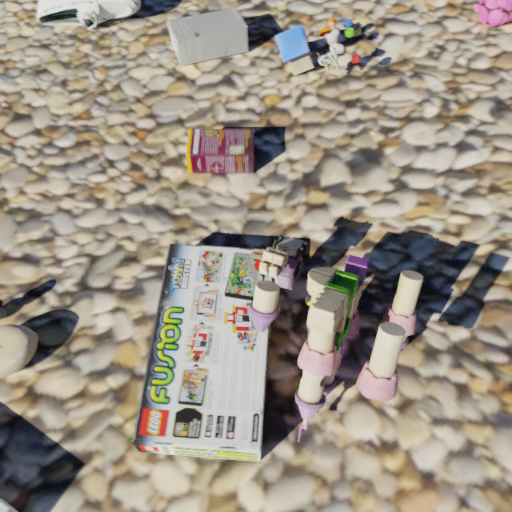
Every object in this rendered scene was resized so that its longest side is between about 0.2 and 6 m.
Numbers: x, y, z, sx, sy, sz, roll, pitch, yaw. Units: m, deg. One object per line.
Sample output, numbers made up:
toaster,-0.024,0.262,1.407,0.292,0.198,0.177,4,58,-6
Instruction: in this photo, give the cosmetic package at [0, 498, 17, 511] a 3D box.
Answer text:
cosmetic package,-4.212,2.988,7.074,2.359,0.597,0.974,28,62,17

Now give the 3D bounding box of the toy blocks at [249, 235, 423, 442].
toy blocks,0.937,1.144,7.765,2.273,1.914,2.125,17,27,18

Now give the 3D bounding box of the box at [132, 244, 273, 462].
box,-0.652,1.279,8.188,1.711,0.540,3.109,4,58,3

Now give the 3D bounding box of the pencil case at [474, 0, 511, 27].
pencil case,5.822,-5.735,12.550,1.736,0.788,0.813,-21,28,-15

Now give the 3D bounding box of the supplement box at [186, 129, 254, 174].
supplement box,-0.639,-1.909,10.224,1.207,0.517,0.666,0,58,0

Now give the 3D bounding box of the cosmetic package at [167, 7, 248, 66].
cosmetic package,-1.001,-4.657,11.881,1.545,0.697,0.825,-19,56,-8

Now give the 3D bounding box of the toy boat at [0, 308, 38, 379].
toy boat,-3.788,1.212,8.290,1.048,0.580,1.247,-22,68,-9

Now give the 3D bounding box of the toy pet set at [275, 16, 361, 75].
toy pet set,1.219,-4.453,11.359,1.490,0.847,1.595,-17,47,16

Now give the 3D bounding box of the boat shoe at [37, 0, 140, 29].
boat shoe,-3.695,-5.365,12.353,2.315,0.851,0.773,1,72,12
